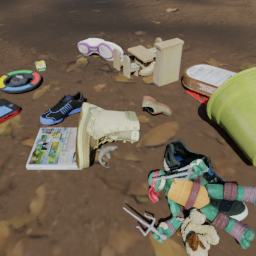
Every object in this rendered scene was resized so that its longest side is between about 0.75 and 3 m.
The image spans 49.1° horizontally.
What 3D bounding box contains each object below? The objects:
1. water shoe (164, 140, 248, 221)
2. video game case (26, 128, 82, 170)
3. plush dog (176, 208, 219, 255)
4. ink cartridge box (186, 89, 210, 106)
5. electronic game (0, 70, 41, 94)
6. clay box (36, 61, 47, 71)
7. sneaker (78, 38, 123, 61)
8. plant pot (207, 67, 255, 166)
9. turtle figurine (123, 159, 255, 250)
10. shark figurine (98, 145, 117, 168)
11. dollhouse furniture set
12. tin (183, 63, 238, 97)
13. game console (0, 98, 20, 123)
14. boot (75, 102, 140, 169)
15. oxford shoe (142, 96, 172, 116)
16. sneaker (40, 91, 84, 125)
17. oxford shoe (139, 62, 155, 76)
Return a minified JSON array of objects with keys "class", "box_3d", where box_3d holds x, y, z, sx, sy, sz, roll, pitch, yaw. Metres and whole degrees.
[{"class":"water shoe","box_3d":[1.955,1.347,7.466,0.970,1.071,2.714,-27,46,-30]},{"class":"video game case","box_3d":[-2.209,0.625,9.077,1.679,0.203,1.842,0,39,0]},{"class":"plush dog","box_3d":[1.507,2.517,6.263,0.883,1.101,0.946,-28,23,19]},{"class":"ink cartridge box","box_3d":[3.518,-1.486,11.583,1.489,0.378,1.690,-19,42,-24]},{"class":"electronic game","box_3d":[-4.766,-2.059,12.281,1.873,0.390,1.873,0,38,0]},{"class":"clay box","box_3d":[-4.253,-3.036,13.669,0.443,0.184,0.771,-13,40,-15]},{"class":"sneaker","box_3d":[-1.306,-4.264,14.584,2.573,0.963,1.282,18,42,21]},{"class":"plant pot","box_3d":[4.063,-0.153,8.551,2.533,2.533,2.328,-8,50,-10]},{"class":"turtle figurine","box_3d":[1.495,1.599,6.596,2.944,2.204,1.482,16,24,9]},{"class":"shark figurine","box_3d":[-0.764,0.781,8.726,0.605,0.423,1.013,9,38,13]},{"class":"dollhouse furniture set","box_3d":[1.070,-3.420,12.833,2.581,1.829,2.810,-21,43,-24]},{"class":"tin","box_3d":[3.600,-1.895,11.461,2.897,0.607,1.622,28,53,32]},{"class":"game console","box_3d":[-5.047,-0.579,10.553,1.394,0.245,1.576,27,45,29]},{"class":"boot","box_3d":[-0.614,0.251,8.855,1.999,0.931,2.585,9,43,-9]},{"class":"oxford shoe","box_3d":[1.043,-0.678,10.258,1.327,0.467,0.496,25,66,-23]},{"class":"sneaker","box_3d":[-2.394,-0.784,10.215,0.655,0.728,1.869,30,43,30]},{"class":"oxford shoe","box_3d":[1.081,-2.856,13.166,1.432,0.529,0.507,-29,47,-31]}]
